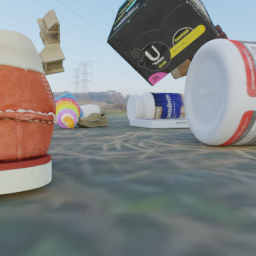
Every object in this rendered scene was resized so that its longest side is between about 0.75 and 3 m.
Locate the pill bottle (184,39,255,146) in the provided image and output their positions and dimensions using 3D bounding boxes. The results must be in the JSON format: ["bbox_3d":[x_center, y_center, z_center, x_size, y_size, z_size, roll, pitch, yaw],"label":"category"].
[{"bbox_3d":[2.257,-0.482,4.139,2.525,1.463,1.463,0,3,-13],"label":"pill bottle"}]

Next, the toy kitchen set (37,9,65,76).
[{"bbox_3d":[-2.410,-2.244,7.122,1.315,1.457,1.189,-17,-22,-22],"label":"toy kitchen set"}]

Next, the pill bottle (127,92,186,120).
[{"bbox_3d":[1.210,-0.814,11.611,2.315,1.340,1.340,-1,3,-20],"label":"pill bottle"}]

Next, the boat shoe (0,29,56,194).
[{"bbox_3d":[-1.530,-0.105,2.484,1.010,0.888,2.837,-5,4,-43],"label":"boat shoe"}]

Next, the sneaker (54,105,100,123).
[{"bbox_3d":[-2.563,-0.599,13.213,2.363,0.871,1.366,-9,3,9],"label":"sneaker"}]

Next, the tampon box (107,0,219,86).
[{"bbox_3d":[0.869,-2.874,7.469,2.048,1.725,2.733,-36,27,29],"label":"tampon box"}]

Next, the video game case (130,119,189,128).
[{"bbox_3d":[1.806,-0.181,9.793,2.999,0.270,2.147,-1,3,-18],"label":"video game case"}]

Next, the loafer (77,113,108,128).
[{"bbox_3d":[-1.178,-0.268,9.341,0.543,0.482,1.428,2,3,27],"label":"loafer"}]

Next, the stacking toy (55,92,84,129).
[{"bbox_3d":[-1.855,-0.336,8.572,0.951,1.005,1.732,-31,26,-4],"label":"stacking toy"}]

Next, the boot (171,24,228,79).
[{"bbox_3d":[2.438,-3.164,10.711,2.310,2.777,1.005,-31,-47,17],"label":"boot"}]
